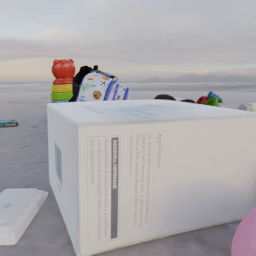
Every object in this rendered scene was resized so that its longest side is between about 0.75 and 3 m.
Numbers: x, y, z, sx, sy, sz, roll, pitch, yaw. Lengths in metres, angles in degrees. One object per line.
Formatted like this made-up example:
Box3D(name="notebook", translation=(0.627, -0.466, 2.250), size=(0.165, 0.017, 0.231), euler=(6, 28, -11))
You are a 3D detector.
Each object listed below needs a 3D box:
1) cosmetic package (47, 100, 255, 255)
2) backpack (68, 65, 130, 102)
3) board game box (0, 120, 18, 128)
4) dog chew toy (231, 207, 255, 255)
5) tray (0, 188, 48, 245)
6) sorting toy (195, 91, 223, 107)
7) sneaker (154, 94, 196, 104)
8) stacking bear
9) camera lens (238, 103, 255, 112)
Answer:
Box3D(name="cosmetic package", translation=(0.175, 0.396, 4.473), size=(2.561, 1.575, 2.553), euler=(-3, 10, -23))
Box3D(name="backpack", translation=(-1.018, -0.665, 9.174), size=(1.948, 2.529, 2.409), euler=(15, 15, 7))
Box3D(name="board game box", translation=(-5.515, -0.165, 11.864), size=(1.446, 0.204, 0.978), euler=(-7, 12, -36))
Box3D(name="dog chew toy", translation=(1.511, 1.071, 2.566), size=(0.978, 0.978, 1.570), euler=(5, 2, 27))
Box3D(name="tray", translation=(-1.743, 1.180, 4.028), size=(0.828, 0.171, 1.542), euler=(-1, 10, -1))
Box3D(name="sorting toy", translation=(4.711, -1.234, 15.819), size=(0.958, 1.402, 2.334), euler=(27, 8, -15))
Box3D(name="sneaker", translation=(3.115, -1.508, 18.146), size=(2.751, 1.038, 1.583), euler=(12, 5, 19))
Box3D(name="stacking bear", translation=(-2.929, -1.800, 13.193), size=(1.723, 2.837, 1.613), euler=(-13, 16, -32))
Box3D(name="camera lens", translation=(6.070, -0.806, 13.713), size=(1.059, 0.847, 0.847), euler=(-3, 10, -13))
